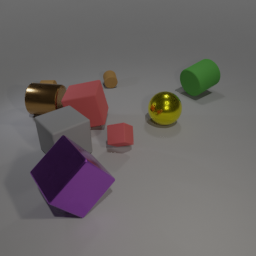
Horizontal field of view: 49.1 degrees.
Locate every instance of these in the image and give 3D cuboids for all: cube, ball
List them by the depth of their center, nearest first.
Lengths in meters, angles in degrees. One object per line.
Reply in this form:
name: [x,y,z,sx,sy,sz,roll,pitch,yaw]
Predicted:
cube: [-1.508,1.324,7.677,1.400,1.400,1.400,-49,46,-4]
cube: [-2.246,0.254,9.880,1.400,1.400,1.400,-24,40,-32]
cube: [-0.266,0.251,9.909,0.700,0.700,0.700,-9,-14,26]
cube: [-1.705,-0.955,11.483,1.400,1.400,1.400,-9,33,9]
ball: [1.525,-0.813,11.578,1.400,1.400,1.400,0,32,0]

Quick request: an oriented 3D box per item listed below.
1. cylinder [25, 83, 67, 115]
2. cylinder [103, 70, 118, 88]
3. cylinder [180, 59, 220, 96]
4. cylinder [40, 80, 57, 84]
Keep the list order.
cylinder: [-3.527,-1.233,12.222,1.400,1.400,1.400,5,33,8]
cylinder: [-0.946,-2.597,14.909,0.700,0.700,0.700,-5,42,-9]
cylinder: [3.515,-2.475,13.697,1.400,1.400,1.400,-30,42,-22]
cylinder: [-4.019,-2.067,14.168,0.700,0.700,0.700,0,32,6]
